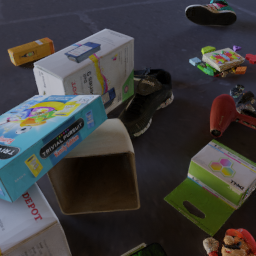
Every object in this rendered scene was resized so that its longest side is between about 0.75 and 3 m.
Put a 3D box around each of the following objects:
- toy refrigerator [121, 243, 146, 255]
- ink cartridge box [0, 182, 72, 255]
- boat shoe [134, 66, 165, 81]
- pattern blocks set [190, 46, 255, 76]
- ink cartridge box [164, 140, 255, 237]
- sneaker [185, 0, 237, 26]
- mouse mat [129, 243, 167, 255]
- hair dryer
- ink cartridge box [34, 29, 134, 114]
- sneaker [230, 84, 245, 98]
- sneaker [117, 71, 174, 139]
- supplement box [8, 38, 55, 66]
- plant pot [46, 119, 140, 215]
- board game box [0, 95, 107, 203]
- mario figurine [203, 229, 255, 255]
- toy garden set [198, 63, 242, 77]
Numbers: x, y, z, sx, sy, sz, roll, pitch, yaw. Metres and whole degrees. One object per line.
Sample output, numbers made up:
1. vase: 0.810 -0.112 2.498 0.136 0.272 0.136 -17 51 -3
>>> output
1. toy refrigerator: -0.056 2.691 5.343 1.111 0.389 0.422 -21 46 -21
2. ink cartridge box: -2.453 2.117 4.863 2.410 1.760 1.768 -27 45 -25
3. boat shoe: 0.741 -2.085 10.671 1.471 0.458 0.549 6 44 8
4. pattern blocks set: 3.869 -2.788 11.263 2.519 0.204 2.215 -30 50 -26
5. ink cartridge box: 2.018 1.329 6.614 1.938 0.734 1.433 -33 51 -32
6. sneaker: 4.302 -6.271 14.839 2.653 1.109 1.602 8 47 -3
7. mouse mat: 0.355 3.159 4.759 1.574 0.074 1.956 -20 57 -21
8. hair dryer: 3.509 -0.385 8.562 2.639 0.717 2.010 -19 45 -20
9. ink cartridge box: -1.171 -1.433 8.640 1.302 2.163 2.977 29 49 29
10. sneaker: 3.757 -1.193 9.668 0.354 0.393 0.911 30 38 27
11. sneaker: 0.505 -0.871 8.625 0.989 1.347 2.978 24 47 26
12. supplement box: -4.069 -3.258 11.876 1.809 0.602 0.622 -30 50 -30
13. plant pot: -0.695 0.744 6.459 1.788 1.786 1.583 -5 37 3
14. board game box: -1.923 0.146 5.358 1.948 0.606 2.581 4 31 32
15. mario figurine: 1.788 2.491 5.217 1.035 0.889 1.677 27 49 29
16. toy garden set: 3.758 -2.446 11.192 1.455 0.290 1.213 -18 45 -19
